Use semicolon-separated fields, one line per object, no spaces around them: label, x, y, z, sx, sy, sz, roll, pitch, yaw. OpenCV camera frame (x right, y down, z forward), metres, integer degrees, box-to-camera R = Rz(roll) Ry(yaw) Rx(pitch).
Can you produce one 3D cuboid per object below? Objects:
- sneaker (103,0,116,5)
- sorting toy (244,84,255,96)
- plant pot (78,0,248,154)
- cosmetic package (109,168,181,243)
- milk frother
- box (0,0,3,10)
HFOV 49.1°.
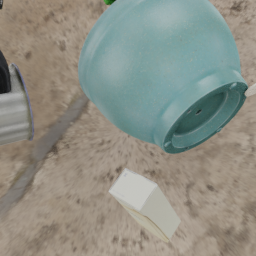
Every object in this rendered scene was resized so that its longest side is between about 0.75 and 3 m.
sneaker;0.514;-1.532;4.442;2.341;0.913;0.997;44;71;-6
sorting toy;2.111;-0.651;3.400;1.178;1.309;0.699;-25;100;-9
plant pot;0.679;-0.640;4.116;2.365;2.365;1.584;-31;60;-7
cosmetic package;0.238;0.974;3.457;0.516;0.998;0.365;20;64;42
milk frother;-2.663;0.172;4.276;2.434;2.336;2.588;-16;79;-29
box;-3.192;-3.248;5.200;0.658;2.624;0.988;5;88;2
